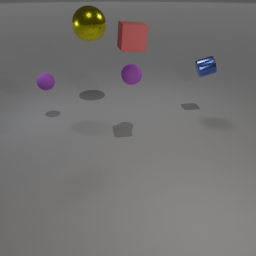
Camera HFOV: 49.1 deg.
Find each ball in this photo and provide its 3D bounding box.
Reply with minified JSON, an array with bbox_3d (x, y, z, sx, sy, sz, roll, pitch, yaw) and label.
[{"bbox_3d":[0.119,-1.795,9.357,0.700,0.700,0.700,0,28,0],"label":"ball"},{"bbox_3d":[-1.591,-4.264,11.477,1.400,1.400,1.400,0,28,0],"label":"ball"},{"bbox_3d":[-3.273,-1.851,11.156,0.700,0.700,0.700,0,28,0],"label":"ball"}]

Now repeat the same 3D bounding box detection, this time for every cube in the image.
[{"bbox_3d":[0.108,-2.531,7.723,0.700,0.700,0.700,-2,27,-11],"label":"cube"}]

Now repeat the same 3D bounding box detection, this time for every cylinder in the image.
[{"bbox_3d":[3.196,-2.518,11.510,0.700,0.700,0.700,-16,27,8],"label":"cylinder"}]
